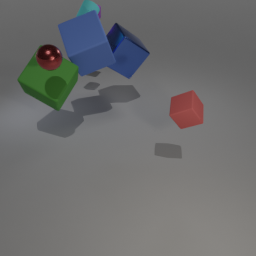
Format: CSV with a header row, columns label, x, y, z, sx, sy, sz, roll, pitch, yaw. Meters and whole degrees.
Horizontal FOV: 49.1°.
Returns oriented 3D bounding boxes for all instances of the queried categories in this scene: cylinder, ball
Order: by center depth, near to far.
label,x,y,z,sx,sy,sz,roll,pitch,yaw
ball,-2.138,-1.914,7.615,0.700,0.700,0.700,0,32,0
cylinder,-1.565,-4.503,10.975,0.700,0.700,0.700,24,-6,3

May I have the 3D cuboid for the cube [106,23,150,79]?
label,x,y,z,sx,sy,sz,roll,pitch,yaw
cube,-0.218,-3.181,11.616,1.400,1.400,1.400,23,29,-36

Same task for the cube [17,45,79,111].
label,x,y,z,sx,sy,sz,roll,pitch,yaw
cube,-2.622,-1.623,9.439,1.400,1.400,1.400,30,77,-6

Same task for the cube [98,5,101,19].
label,x,y,z,sx,sy,sz,roll,pitch,yaw
cube,-1.702,-5.231,12.855,0.700,0.700,0.700,24,68,6

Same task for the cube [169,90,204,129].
label,x,y,z,sx,sy,sz,roll,pitch,yaw
cube,1.648,-0.502,7.839,0.700,0.700,0.700,-16,46,34

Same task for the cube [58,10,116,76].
label,x,y,z,sx,sy,sz,roll,pitch,yaw
cube,-1.413,-2.934,9.844,1.400,1.400,1.400,-21,70,2
